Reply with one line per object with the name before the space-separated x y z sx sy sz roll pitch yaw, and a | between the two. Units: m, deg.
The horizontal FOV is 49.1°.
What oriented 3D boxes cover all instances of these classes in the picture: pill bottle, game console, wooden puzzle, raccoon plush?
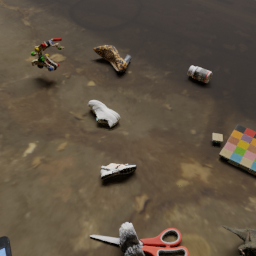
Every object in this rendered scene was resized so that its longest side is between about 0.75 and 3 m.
pill bottle | 3.023 -2.277 11.810 0.890 0.507 0.507 28 53 24
game console | -3.402 3.236 6.352 1.345 0.890 1.530 -18 50 -16
wooden puzzle | 4.089 0.764 9.156 2.783 0.195 1.650 27 52 23
raccoon plush | -0.286 3.680 6.072 1.901 1.373 2.838 -24 24 -5

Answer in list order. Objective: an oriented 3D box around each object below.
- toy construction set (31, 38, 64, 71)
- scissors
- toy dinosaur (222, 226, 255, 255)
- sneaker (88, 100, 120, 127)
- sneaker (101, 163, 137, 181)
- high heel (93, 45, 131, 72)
toy construction set | -3.462 -3.109 11.600 1.145 1.242 1.490 8 59 31
scissors | 0.259 3.014 7.054 2.479 0.173 0.907 -2 48 -2
toy dinosaur | 3.250 2.965 6.864 1.979 0.762 1.012 23 39 28
sneaker | -1.002 -0.508 10.188 1.410 0.531 0.624 30 65 24
sneaker | -0.299 1.232 8.569 1.147 0.423 0.459 -11 46 -11
high heel | -0.840 -3.086 12.436 1.826 0.652 1.302 18 42 5
